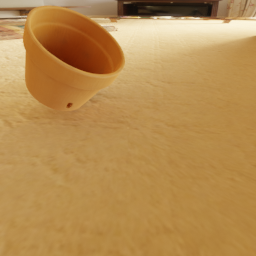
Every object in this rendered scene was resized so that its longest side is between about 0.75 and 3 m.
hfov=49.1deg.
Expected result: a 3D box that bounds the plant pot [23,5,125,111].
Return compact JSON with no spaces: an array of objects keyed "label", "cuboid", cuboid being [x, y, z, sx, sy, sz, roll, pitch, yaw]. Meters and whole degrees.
[{"label":"plant pot","cuboid":[-1.673,-1.722,7.679,2.655,1.858,2.655,22,42,-21]}]
